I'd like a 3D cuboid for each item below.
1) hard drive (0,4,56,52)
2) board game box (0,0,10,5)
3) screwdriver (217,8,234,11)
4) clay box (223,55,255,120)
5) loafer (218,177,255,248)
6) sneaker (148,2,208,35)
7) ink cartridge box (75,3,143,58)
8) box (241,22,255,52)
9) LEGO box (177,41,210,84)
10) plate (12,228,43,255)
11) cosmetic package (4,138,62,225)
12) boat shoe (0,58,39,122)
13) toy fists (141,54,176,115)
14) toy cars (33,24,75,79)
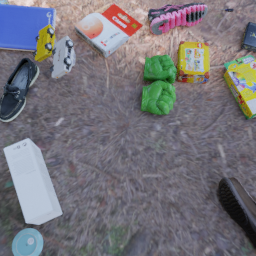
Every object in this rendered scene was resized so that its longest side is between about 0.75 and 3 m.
[{"bbox_3d":[-4.427,-4.114,11.531,2.726,0.346,1.798,5,87,0],"label":"hard drive"},{"bbox_3d":[-5.549,-5.215,12.167,0.548,0.538,1.045,-3,69,-1],"label":"board game box"},{"bbox_3d":[4.236,-5.239,12.421,0.888,0.129,0.124,1,68,4],"label":"screwdriver"},{"bbox_3d":[4.689,-1.611,10.767,1.333,0.552,2.320,-19,70,-7],"label":"clay box"},{"bbox_3d":[4.020,2.756,8.933,1.038,1.068,2.924,-29,79,-19],"label":"loafer"},{"bbox_3d":[2.047,-4.913,11.905,2.645,1.045,1.262,-16,59,-7],"label":"sneaker"},{"bbox_3d":[-0.772,-4.290,11.808,1.873,0.579,2.310,42,77,14],"label":"ink cartridge box"},{"bbox_3d":[5.584,-3.680,11.659,1.496,0.382,1.180,19,71,8],"label":"box"},{"bbox_3d":[2.586,-2.620,11.127,1.167,0.605,1.568,5,69,2],"label":"LEGO box"},{"bbox_3d":[-3.221,3.728,8.943,0.999,0.128,0.999,0,68,1],"label":"plate"},{"bbox_3d":[-3.062,1.750,9.096,0.891,1.269,2.502,-23,70,-8],"label":"cosmetic package"},{"bbox_3d":[-4.219,-1.518,10.563,0.978,0.868,2.617,23,71,9],"label":"boat shoe"},{"bbox_3d":[1.214,-1.697,10.650,1.282,0.865,2.514,5,68,0],"label":"toy fists"},{"bbox_3d":[-2.460,-2.595,9.652,1.344,0.664,2.998,-53,48,6],"label":"toy cars"}]
